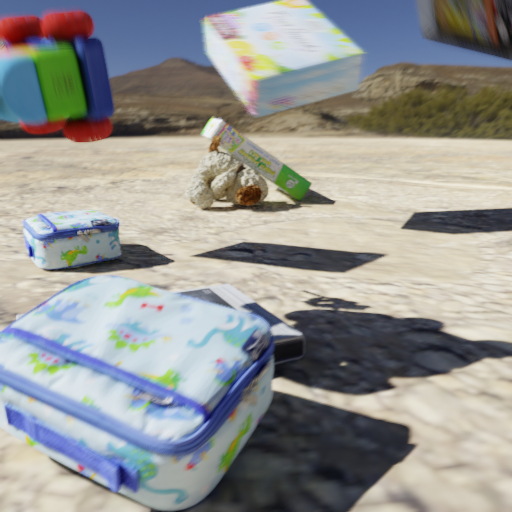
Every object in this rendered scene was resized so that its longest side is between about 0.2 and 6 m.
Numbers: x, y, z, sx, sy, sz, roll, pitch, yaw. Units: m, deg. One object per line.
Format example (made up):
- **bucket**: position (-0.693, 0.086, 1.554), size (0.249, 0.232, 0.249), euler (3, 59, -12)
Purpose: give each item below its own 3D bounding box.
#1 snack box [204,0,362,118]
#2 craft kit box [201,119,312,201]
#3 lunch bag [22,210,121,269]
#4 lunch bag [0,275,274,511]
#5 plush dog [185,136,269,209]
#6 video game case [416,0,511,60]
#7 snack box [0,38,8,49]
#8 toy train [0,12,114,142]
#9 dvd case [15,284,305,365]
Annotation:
- **snack box**: position (0.457, -4.008, 11.063), size (2.226, 0.893, 2.640), euler (-18, 51, -13)
- **craft kit box**: position (-0.087, -2.579, 14.684), size (2.745, 0.666, 2.711), euler (32, 10, -17)
- **lunch bag**: position (-2.828, -0.283, 8.503), size (1.302, 0.668, 1.619), euler (-10, 17, -26)
- **lunch bag**: position (-0.808, 0.786, 3.690), size (1.708, 0.704, 1.373), euler (17, 31, 23)
- **plush dog**: position (-0.503, -1.761, 13.109), size (1.708, 1.596, 1.989), euler (25, 17, 3)
- **video game case**: position (1.585, -2.040, 4.134), size (1.025, 1.135, 0.145), euler (2, -14, -25)
- **snack box**: position (-4.353, -3.579, 8.095), size (0.378, 2.038, 1.184), euler (-7, 35, 19)
- **toy train**: position (-2.624, -1.625, 5.285), size (2.578, 1.091, 1.492), euler (18, 32, 41)
- **dvd case**: position (-0.954, 0.746, 5.190), size (2.270, 0.281, 1.706), euler (-7, 16, -25)
